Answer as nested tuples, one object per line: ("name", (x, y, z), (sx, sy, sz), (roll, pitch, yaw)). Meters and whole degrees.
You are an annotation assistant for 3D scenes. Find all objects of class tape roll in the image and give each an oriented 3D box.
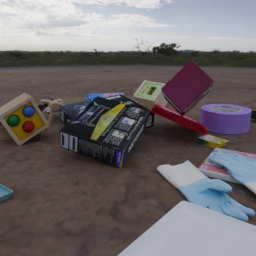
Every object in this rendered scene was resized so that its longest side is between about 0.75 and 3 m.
("tape roll", (4.019, -0.410, 11.621), (1.960, 0.833, 1.960), (0, 17, 0))

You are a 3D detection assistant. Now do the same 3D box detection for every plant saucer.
("plant saucer", (-3.627, 1.395, 6.631), (2.113, 0.200, 0.739), (11, 20, 35))

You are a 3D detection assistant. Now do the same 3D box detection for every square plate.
("square plate", (1.291, 2.029, 4.222), (2.282, 0.328, 2.303), (13, 21, 37))

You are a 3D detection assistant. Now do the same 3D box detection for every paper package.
("paper package", (-4.390, -0.206, 10.895), (1.557, 0.845, 1.633), (-11, 20, -33))

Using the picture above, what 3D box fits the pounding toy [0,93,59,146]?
("pounding toy", (-3.278, -0.317, 10.005), (2.048, 1.800, 0.937), (-37, 33, -20))

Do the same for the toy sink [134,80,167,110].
("toy sink", (1.081, -1.699, 14.594), (1.851, 1.037, 1.207), (18, 64, 41))

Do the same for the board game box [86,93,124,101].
("board game box", (-1.318, -1.681, 16.509), (2.206, 0.496, 1.678), (-1, 16, -4))

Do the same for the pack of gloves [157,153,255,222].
("pack of gloves", (2.329, 1.101, 6.598), (2.371, 0.557, 2.822), (-12, 21, -16))

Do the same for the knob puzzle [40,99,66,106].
("knob puzzle", (-2.930, -1.076, 12.678), (2.282, 0.316, 2.282), (15, -3, 1))

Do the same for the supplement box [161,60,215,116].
("supplement box", (2.049, -1.277, 9.804), (1.054, 1.358, 2.461), (47, 7, 9))

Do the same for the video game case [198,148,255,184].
("video game case", (2.900, 1.027, 7.909), (1.354, 0.165, 1.894), (10, 19, 30))

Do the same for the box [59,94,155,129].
("box", (-0.842, -0.443, 11.020), (2.993, 0.651, 2.397), (-15, 32, -31))

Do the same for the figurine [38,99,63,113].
("figurine", (-4.114, -1.083, 14.705), (1.154, 0.497, 1.126), (14, 29, 37))

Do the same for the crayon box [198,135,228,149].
("crayon box", (2.929, 0.484, 9.640), (0.556, 0.228, 0.884), (-12, 20, -35))

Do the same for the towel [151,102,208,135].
("towel", (1.932, -0.437, 10.724), (2.092, 0.325, 2.893), (25, 10, 5))

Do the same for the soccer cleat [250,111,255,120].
("soccer cleat", (6.349, -0.614, 12.071), (2.357, 0.955, 0.796), (16, 23, 43))

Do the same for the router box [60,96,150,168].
("router box", (-0.636, -0.011, 8.883), (2.005, 0.666, 2.551), (17, 34, 14))
